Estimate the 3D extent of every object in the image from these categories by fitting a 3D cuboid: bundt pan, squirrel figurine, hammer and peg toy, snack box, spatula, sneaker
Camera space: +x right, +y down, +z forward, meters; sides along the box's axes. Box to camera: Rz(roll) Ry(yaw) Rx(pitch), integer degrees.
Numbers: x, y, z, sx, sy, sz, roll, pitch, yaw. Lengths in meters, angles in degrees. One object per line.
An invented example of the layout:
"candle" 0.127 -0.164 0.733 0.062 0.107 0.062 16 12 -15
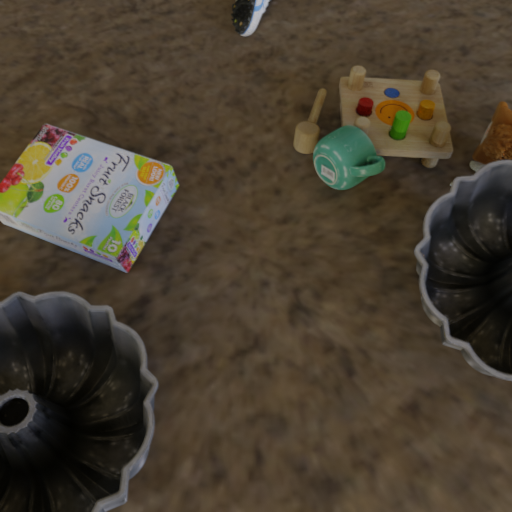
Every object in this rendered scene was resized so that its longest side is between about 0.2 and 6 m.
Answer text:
"bundt pan" 3.383 0.303 7.048 2.941 1.104 2.941 -1 70 3
"squirrel figurine" 4.181 -1.646 8.581 1.319 1.000 1.414 24 23 10
"hammer and peg toy" 1.922 -2.410 9.386 2.508 0.884 1.844 4 56 1
"bundt pan" -2.494 1.909 6.149 2.971 1.115 2.971 0 53 0
"snack box" -2.564 -0.912 8.361 2.306 0.611 1.640 21 69 15
"spatula" 4.297 -1.177 8.879 1.966 0.158 1.367 28 55 29
"sneaker" 0.078 -5.564 11.875 0.887 0.880 2.448 27 59 -30

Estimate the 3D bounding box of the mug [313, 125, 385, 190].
"mug" 1.363 -1.505 8.681 0.680 1.099 0.903 -33 94 -22
